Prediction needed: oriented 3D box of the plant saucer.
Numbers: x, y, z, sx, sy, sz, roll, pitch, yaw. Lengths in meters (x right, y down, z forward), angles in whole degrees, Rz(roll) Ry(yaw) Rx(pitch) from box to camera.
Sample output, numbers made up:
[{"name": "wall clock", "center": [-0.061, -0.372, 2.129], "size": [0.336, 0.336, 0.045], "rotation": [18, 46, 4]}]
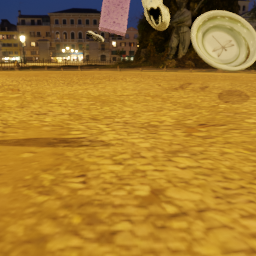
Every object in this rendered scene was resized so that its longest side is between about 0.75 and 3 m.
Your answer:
[{"name": "plant saucer", "center": [2.646, -2.362, 7.853], "size": [1.969, 1.969, 0.494], "rotation": [-3, -19, -10]}]

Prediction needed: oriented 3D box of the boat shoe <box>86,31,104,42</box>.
[{"name": "boat shoe", "center": [-1.465, -3.967, 12.284], "size": [0.850, 0.297, 0.281], "rotation": [34, 62, 7]}]

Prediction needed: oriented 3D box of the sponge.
[{"name": "sponge", "center": [-0.432, -3.954, 9.392], "size": [0.893, 1.601, 0.239], "rotation": [9, -12, -11]}]

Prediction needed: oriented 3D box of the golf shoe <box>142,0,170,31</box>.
[{"name": "golf shoe", "center": [0.832, -3.429, 8.592], "size": [0.786, 0.976, 2.007], "rotation": [-8, -18, 19]}]
